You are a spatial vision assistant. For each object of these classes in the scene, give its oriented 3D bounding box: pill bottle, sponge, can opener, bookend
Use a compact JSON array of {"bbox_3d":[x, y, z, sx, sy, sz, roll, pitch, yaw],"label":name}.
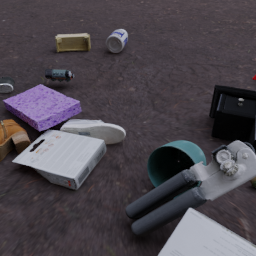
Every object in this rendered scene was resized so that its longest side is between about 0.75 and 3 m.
[{"bbox_3d":[-0.465,-4.156,13.214,0.830,0.830,1.386,8,36,11],"label":"pill bottle"},{"bbox_3d":[-2.645,-0.685,8.461,1.389,0.371,2.489,-31,37,-31],"label":"sponge"},{"bbox_3d":[1.158,1.162,5.074,2.639,0.877,0.695,-34,54,15],"label":"can opener"},{"bbox_3d":[3.198,0.020,7.242,2.350,1.082,2.335,13,38,18],"label":"bookend"}]

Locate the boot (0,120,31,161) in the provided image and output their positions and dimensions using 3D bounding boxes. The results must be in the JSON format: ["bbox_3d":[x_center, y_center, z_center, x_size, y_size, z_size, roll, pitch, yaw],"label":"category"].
[{"bbox_3d":[-3.485,0.285,7.246,1.647,0.632,1.279,-22,42,-29],"label":"boot"}]

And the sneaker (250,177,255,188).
[{"bbox_3d":[3.224,1.310,6.091,0.979,0.328,0.440,7,32,4],"label":"sneaker"}]

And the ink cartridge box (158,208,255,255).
[{"bbox_3d":[0.817,2.584,3.920,1.396,0.645,2.562,27,62,31],"label":"ink cartridge box"}]

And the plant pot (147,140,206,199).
[{"bbox_3d":[1.166,0.814,6.158,1.188,1.188,0.953,22,26,28],"label":"plant pot"}]

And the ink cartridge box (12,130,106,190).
[{"bbox_3d":[-1.659,0.715,6.941,1.801,0.451,1.460,8,37,24],"label":"ink cartridge box"}]

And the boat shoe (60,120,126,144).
[{"bbox_3d":[-0.931,0.041,7.691,1.792,0.645,0.614,-3,36,13],"label":"boat shoe"}]

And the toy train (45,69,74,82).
[{"bbox_3d":[-2.476,-1.903,10.052,1.027,0.438,0.585,4,-1,5],"label":"toy train"}]

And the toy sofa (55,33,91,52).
[{"bbox_3d":[-2.571,-3.994,13.138,1.597,0.661,0.779,-5,31,-7],"label":"toy sofa"}]

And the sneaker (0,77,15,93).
[{"bbox_3d":[-4.682,-1.572,10.009,1.297,0.459,0.643,4,34,-3],"label":"sneaker"}]

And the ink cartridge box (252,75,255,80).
[{"bbox_3d":[5.469,-2.138,10.734,0.984,0.470,1.121,23,42,30],"label":"ink cartridge box"}]
